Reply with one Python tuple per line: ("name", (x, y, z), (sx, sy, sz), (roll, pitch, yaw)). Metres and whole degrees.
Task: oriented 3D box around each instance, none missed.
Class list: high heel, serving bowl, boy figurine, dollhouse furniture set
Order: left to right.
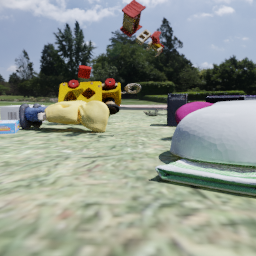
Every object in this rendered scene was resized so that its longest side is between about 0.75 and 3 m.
("boy figurine", (-1.733, -0.362, 8.141), (2.742, 0.883, 1.705), (3, 6, 21))
("dollhouse furniture set", (0.388, -2.221, 6.246), (1.154, 0.469, 0.621), (39, -23, 10))
("high heel", (2.321, -0.235, 6.403), (2.599, 0.876, 1.249), (0, -6, -35))
("serving bowl", (1.823, 0.009, 4.130), (2.365, 0.778, 2.365), (1, 2, 0))

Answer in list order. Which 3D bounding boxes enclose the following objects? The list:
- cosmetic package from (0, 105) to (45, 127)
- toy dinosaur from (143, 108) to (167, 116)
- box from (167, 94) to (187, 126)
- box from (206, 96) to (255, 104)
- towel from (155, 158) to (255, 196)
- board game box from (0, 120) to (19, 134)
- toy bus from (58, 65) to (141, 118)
("cosmetic package", (-3.652, -0.463, 9.871), (0.894, 0.705, 1.661), (-1, 5, 7))
("toy dinosaur", (1.471, -0.820, 15.281), (1.553, 0.369, 0.685), (-2, 21, -20))
("box", (1.672, -0.628, 9.628), (0.672, 1.082, 1.091), (1, 6, 10))
("box", (4.012, -0.702, 10.626), (1.465, 1.033, 1.980), (4, 7, 38))
("towel", (1.174, 0.454, 3.430), (1.214, 0.186, 1.591), (3, 6, 32))
("board game box", (-3.593, -0.034, 7.710), (1.043, 0.292, 1.022), (-1, 6, -15))
("toy bus", (-1.207, -0.842, 10.192), (2.524, 1.382, 2.675), (25, -41, -37))
